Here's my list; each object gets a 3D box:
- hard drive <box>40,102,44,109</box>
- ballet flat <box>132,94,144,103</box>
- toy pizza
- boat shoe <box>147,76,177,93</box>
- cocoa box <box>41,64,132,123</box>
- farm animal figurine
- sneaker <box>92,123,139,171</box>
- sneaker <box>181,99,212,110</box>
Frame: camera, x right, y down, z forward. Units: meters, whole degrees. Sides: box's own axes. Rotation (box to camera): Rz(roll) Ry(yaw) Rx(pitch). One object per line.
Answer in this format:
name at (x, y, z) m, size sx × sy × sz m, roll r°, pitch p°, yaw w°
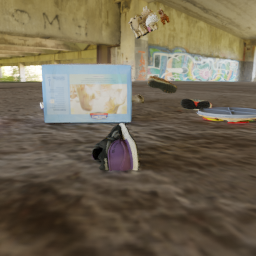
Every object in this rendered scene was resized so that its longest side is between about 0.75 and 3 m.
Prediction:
hard drive at (-3.195, -1.099, 12.918) m, size 1.584 × 0.201 × 1.045 m, roll -7°, pitch 13°, yaw -19°
ballet flat at (-0.167, -1.576, 14.680) m, size 2.083 × 0.483 × 0.702 m, roll 5°, pitch 15°, yaw 18°
toy pizza at (3.416, -0.413, 9.406) m, size 2.166 × 0.343 × 2.166 m, roll -1°, pitch 10°, yaw 0°
boat shoe at (0.884, -1.149, 7.182) m, size 0.808 × 0.306 × 0.298 m, roll 18°, pitch 47°, yaw -13°
cocoa box at (-1.292, -1.208, 9.434) m, size 2.796 × 1.865 × 1.835 m, roll -1°, pitch 12°, yaw -3°
farm animal figurine at (0.426, -2.900, 7.654) m, size 1.257 × 0.655 × 1.243 m, roll -15°, pitch 21°, yaw 39°
sneaker at (-0.326, 0.317, 5.237) m, size 0.744 × 0.644 × 1.700 m, roll -7°, pitch 13°, yaw -9°
sneaker at (2.970, -0.990, 12.130) m, size 1.353 × 0.476 × 0.633 m, roll 8°, pitch 2°, yaw 32°
